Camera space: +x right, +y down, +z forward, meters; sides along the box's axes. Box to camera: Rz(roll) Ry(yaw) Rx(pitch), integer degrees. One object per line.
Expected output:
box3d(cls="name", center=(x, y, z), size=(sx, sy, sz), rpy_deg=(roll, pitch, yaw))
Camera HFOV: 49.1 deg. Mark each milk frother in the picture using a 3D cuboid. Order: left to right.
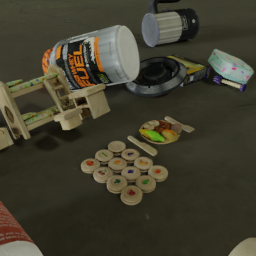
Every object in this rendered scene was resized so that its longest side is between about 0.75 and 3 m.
box3d(cls="milk frother", center=(1.786, -5.225, 14.314), size=(2.442, 2.343, 2.596), rpy_deg=(-16, -6, -23))

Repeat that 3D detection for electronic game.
box3d(cls="electronic game", center=(0.947, -1.836, 9.801), size=(2.187, 0.455, 2.187), rpy_deg=(-9, 42, 8))

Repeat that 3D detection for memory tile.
box3d(cls="memory tile", center=(-0.090, 0.907, 6.241), size=(1.728, 0.145, 1.324), rpy_deg=(28, 42, 35))

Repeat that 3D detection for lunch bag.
box3d(cls="lunch bag", center=(3.679, -2.272, 10.273), size=(1.305, 0.627, 1.627), rpy_deg=(14, 30, -16))

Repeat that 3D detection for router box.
box3d(cls="router box", center=(1.942, -2.237, 10.645), size=(1.402, 0.466, 1.783), rpy_deg=(-23, 40, -31))

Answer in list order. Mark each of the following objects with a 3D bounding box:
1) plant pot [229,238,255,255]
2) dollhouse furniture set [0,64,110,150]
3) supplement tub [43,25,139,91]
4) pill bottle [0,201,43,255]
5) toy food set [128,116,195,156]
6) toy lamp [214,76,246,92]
box3d(cls="plant pot", center=(1.763, 1.884, 2.946), size=(1.422, 1.422, 1.302), rpy_deg=(-17, 12, -23))
box3d(cls="dollhouse furniture set", center=(-2.231, -0.523, 6.384), size=(2.656, 1.477, 2.349), rpy_deg=(-31, 18, -37))
box3d(cls="supplement tub", center=(-1.196, -2.144, 9.023), size=(2.828, 1.733, 1.733), rpy_deg=(-7, 30, 23))
box3d(cls="pill bottle", center=(-1.965, 1.838, 3.786), size=(2.322, 1.302, 1.302), rpy_deg=(28, 43, 36))
box3d(cls="toy food set", center=(0.881, 0.039, 7.369), size=(1.648, 0.331, 1.138), rpy_deg=(-28, 43, -35))
box3d(cls="toy lamp", center=(3.549, -1.585, 9.824), size=(1.125, 0.328, 0.328), rpy_deg=(27, 42, 36))
